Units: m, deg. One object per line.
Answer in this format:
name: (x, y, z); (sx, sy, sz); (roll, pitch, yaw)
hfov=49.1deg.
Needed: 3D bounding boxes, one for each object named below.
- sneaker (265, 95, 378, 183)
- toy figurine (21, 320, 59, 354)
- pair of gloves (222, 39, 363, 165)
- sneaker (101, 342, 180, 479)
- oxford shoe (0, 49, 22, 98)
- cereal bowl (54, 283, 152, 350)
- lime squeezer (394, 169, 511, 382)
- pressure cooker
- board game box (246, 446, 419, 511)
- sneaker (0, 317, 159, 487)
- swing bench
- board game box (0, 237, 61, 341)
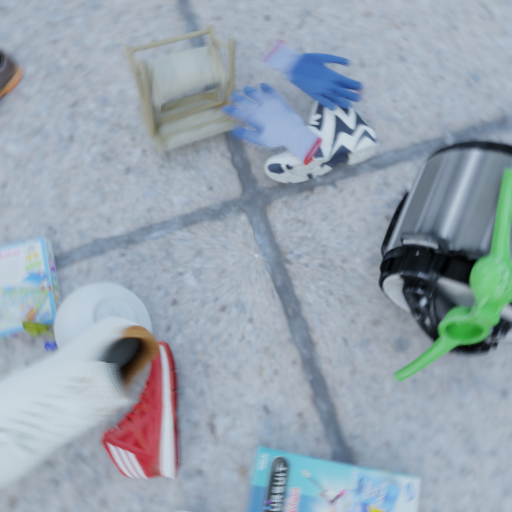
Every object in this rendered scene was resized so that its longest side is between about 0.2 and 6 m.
sneaker: (1.112, -2.456, 11.205); (2.350, 0.938, 1.529); (-19, 74, -6)
toy figurine: (-3.512, 1.684, 10.043); (1.453, 0.766, 0.870); (10, 101, -23)
pair of gloves: (0.744, -3.042, 10.809); (2.112, 0.299, 2.627); (35, 75, 10)
sneaker: (-2.052, 2.691, 9.746); (1.344, 0.911, 2.326); (-4, 73, -3)
oxford shoe: (-5.725, -3.374, 11.551); (0.745, 0.762, 2.090); (25, 75, 7)
cereal bowl: (-2.594, 1.212, 9.840); (1.720, 0.716, 1.720); (18, 54, -27)
lime squeezer: (3.064, 0.619, 8.271); (0.718, 1.344, 3.807); (13, 110, -26)
pressure cooker: (3.613, 0.029, 9.470); (2.827, 2.872, 3.215); (24, 75, 3)
board game box: (1.177, 4.511, 9.335); (2.755, 0.647, 2.080); (10, 74, 3)
sneaker: (-2.835, 2.094, 8.072); (3.370, 1.427, 1.227); (-45, 118, -30)
swing bench: (-1.362, -3.275, 11.002); (1.863, 1.873, 1.215); (-20, 41, -16)
board game box: (-5.030, 0.763, 10.528); (2.517, 0.431, 1.692); (-13, 75, -4)
